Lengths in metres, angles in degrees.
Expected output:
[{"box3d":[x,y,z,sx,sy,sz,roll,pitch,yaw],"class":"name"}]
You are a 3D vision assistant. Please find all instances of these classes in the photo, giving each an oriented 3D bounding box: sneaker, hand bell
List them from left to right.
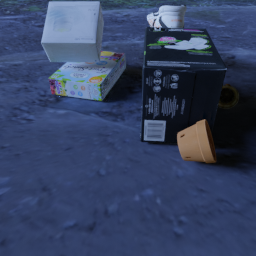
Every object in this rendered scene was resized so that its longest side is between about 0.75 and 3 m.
[{"box3d":[1.206,-3.363,9.401,0.982,1.066,2.665,-2,13,-4],"class":"sneaker"},{"box3d":[3.047,-1.146,8.602,0.702,0.702,1.349,13,28,17],"class":"hand bell"}]

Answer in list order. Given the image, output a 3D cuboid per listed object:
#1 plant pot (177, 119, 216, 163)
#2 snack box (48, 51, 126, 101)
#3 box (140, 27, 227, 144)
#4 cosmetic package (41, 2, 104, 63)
[{"box3d":[1.475,0.335,6.081,0.654,0.935,0.935,-13,32,22],"class":"plant pot"},{"box3d":[-1.237,-1.852,9.341,1.742,0.649,2.449,8,38,16],"class":"snack box"},{"box3d":[1.223,-1.209,7.287,1.742,2.082,2.803,3,36,3],"class":"box"},{"box3d":[-1.613,-2.899,8.484,1.577,0.972,1.582,1,69,3],"class":"cosmetic package"}]
